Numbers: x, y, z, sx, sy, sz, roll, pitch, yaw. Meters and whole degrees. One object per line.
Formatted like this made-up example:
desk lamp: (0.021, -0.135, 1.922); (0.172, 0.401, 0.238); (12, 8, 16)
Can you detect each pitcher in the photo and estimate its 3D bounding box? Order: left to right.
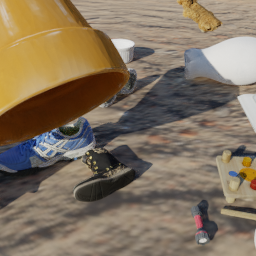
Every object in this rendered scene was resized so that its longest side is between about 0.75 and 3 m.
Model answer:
pitcher: (3.950, -2.690, 11.180); (2.946, 1.786, 2.527); (3, 23, 24)

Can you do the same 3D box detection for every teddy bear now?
teddy bear: (2.429, -3.965, 9.779); (1.835, 0.613, 1.330); (44, 37, 10)

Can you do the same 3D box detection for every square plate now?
square plate: (5.002, -0.532, 8.950); (2.410, 0.343, 2.387); (3, 34, 4)

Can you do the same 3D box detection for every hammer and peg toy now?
hammer and peg toy: (2.626, 1.216, 5.962); (1.340, 0.642, 1.822); (4, 33, 6)

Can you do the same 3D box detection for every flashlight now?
flashlight: (1.353, 1.837, 5.347); (0.259, 0.258, 0.764); (13, 35, -10)

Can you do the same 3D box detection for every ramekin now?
ramekin: (-0.507, -3.608, 13.253); (1.642, 0.800, 1.642); (1, 33, 0)

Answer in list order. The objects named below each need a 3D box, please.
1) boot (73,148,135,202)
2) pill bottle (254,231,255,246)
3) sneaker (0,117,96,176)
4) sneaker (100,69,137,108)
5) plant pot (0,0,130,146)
boot: (-0.728, 1.004, 6.370); (1.510, 0.553, 1.137); (-18, 38, -32)
pill bottle: (3.505, 1.476, 4.662); (2.751, 1.565, 1.565); (-22, 39, -35)
sneaker: (-2.034, 0.396, 6.938); (2.513, 0.968, 0.951); (-19, 39, -25)
sneaker: (-0.639, -1.625, 10.124); (1.209, 0.948, 2.432); (20, 37, 33)
plant pot: (-1.807, -1.442, 5.072); (2.847, 2.607, 2.847); (-27, -4, -2)
